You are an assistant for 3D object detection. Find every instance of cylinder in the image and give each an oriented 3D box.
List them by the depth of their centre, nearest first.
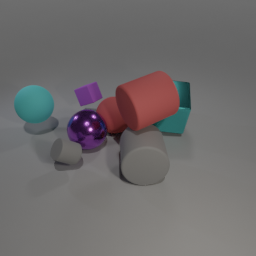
[{"bbox_3d":[0.550,-0.808,8.261,1.400,1.400,1.400,-24,37,-19],"label":"cylinder"},{"bbox_3d":[0.468,0.767,8.518,1.400,1.400,1.400,-1,31,-2],"label":"cylinder"},{"bbox_3d":[-1.898,0.727,8.608,0.700,0.700,0.700,22,13,-40],"label":"cylinder"}]

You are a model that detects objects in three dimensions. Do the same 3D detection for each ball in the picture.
[{"bbox_3d":[-1.408,0.056,9.711,1.400,1.400,1.400,0,31,0],"label":"ball"},{"bbox_3d":[-3.439,-0.864,10.300,1.400,1.400,1.400,0,31,0],"label":"ball"},{"bbox_3d":[-0.524,-0.494,10.662,1.400,1.400,1.400,0,31,0],"label":"ball"}]

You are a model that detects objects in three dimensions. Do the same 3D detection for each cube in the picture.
[{"bbox_3d":[1.483,-0.803,10.394,1.400,1.400,1.400,6,51,2],"label":"cube"},{"bbox_3d":[-1.564,-1.350,11.107,0.700,0.700,0.700,-12,16,31],"label":"cube"}]
